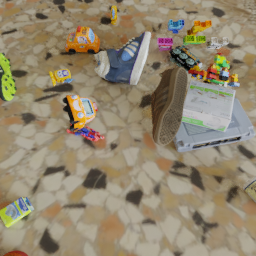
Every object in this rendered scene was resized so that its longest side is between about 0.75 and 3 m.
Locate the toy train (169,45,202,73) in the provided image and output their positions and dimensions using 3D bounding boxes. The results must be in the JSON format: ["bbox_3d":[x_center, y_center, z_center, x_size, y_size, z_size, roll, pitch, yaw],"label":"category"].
[{"bbox_3d":[2.259,-2.703,10.925,0.786,0.588,1.380,-27,59,-28],"label":"toy train"}]

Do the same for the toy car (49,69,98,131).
[{"bbox_3d":[-1.609,-1.122,8.134,0.886,1.306,2.662,-17,61,-16],"label":"toy car"}]

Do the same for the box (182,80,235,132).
[{"bbox_3d":[2.523,-0.717,8.890,1.461,0.706,1.289,14,56,10],"label":"box"}]

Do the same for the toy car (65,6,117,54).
[{"bbox_3d":[-1.543,-4.333,11.763,1.465,0.994,2.986,17,58,11],"label":"toy car"}]

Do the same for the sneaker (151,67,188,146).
[{"bbox_3d":[1.027,-0.596,7.805,0.852,0.794,2.255,4,70,49],"label":"sneaker"}]

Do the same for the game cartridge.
[{"bbox_3d":[2.610,-0.211,9.248,2.599,0.526,1.733,-9,59,-6],"label":"game cartridge"}]

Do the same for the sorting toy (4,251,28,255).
[{"bbox_3d":[-2.911,4.038,6.014,0.969,0.963,2.795,4,55,2],"label":"sorting toy"}]

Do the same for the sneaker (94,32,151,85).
[{"bbox_3d":[-0.276,-2.876,10.701,1.920,1.057,2.623,15,62,5],"label":"sneaker"}]

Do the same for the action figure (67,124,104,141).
[{"bbox_3d":[-1.357,0.159,9.100,1.242,0.321,0.406,16,55,8],"label":"action figure"}]

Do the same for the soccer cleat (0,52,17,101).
[{"bbox_3d":[-4.725,-1.777,10.209,0.992,0.827,2.448,-26,56,2],"label":"soccer cleat"}]

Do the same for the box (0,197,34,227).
[{"bbox_3d":[-3.064,2.275,7.692,0.800,0.191,0.488,-33,63,-20],"label":"box"}]

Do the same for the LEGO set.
[{"bbox_3d":[2.469,-3.742,11.434,2.840,1.165,1.083,-2,86,-7],"label":"LEGO set"}]

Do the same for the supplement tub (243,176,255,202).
[{"bbox_3d":[3.698,1.789,7.766,0.605,0.605,0.835,-27,59,-17],"label":"supplement tub"}]

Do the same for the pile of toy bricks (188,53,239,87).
[{"bbox_3d":[2.842,-1.881,8.784,1.846,1.024,0.911,6,92,-34],"label":"pile of toy bricks"}]
